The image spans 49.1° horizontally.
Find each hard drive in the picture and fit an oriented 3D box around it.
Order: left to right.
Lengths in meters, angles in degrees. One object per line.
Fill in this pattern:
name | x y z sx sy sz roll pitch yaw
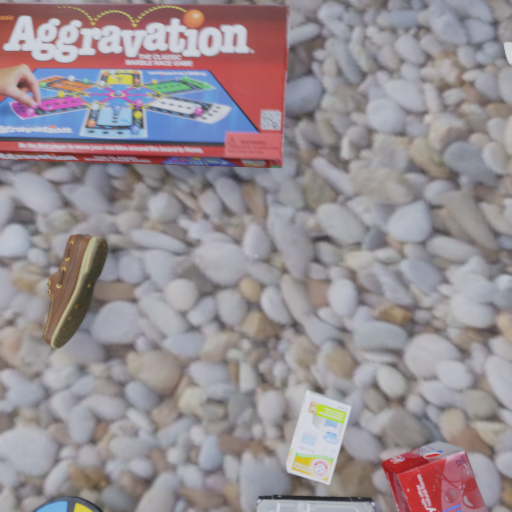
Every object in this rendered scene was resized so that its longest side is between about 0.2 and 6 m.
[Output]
hard drive | 0.861 4.186 8.213 1.750 0.331 1.223 2 81 1

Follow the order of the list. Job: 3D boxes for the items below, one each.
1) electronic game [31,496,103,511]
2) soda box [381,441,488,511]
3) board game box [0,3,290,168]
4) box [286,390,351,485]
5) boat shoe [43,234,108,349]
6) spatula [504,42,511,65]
electronic game | -2.734 4.419 7.872 1.914 0.398 1.914 -6 70 17
soda box | 2.850 4.300 7.857 1.075 0.973 3.070 -18 81 -4
board game box | -2.055 -2.784 9.011 5.086 0.495 2.618 2 78 5
box | 0.913 2.671 8.309 0.658 0.593 1.171 18 81 4
boat shoe | -2.891 0.509 8.662 0.616 0.656 1.824 15 75 8
spatula | 4.718 -2.779 8.864 1.300 0.150 1.869 8 53 -8
